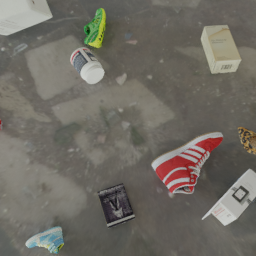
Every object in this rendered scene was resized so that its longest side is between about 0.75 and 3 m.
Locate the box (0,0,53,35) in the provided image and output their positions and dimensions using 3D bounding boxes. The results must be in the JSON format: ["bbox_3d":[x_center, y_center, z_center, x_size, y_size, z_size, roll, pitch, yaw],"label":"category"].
[{"bbox_3d":[-5.128,-5.702,11.415,2.561,2.990,2.975,-18,104,7],"label":"box"}]

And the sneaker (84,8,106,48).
[{"bbox_3d":[-1.570,-4.846,13.260,0.971,0.861,2.324,7,60,-1],"label":"sneaker"}]

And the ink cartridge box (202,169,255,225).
[{"bbox_3d":[3.341,2.342,8.874,2.005,1.161,0.669,-39,68,-20],"label":"ink cartridge box"}]

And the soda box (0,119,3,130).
[{"bbox_3d":[-5.404,-0.101,10.788,1.025,0.325,0.359,-4,60,-3],"label":"soda box"}]

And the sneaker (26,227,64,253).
[{"bbox_3d":[-2.505,3.575,8.565,1.134,0.451,0.740,-22,61,-11],"label":"sneaker"}]

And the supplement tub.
[{"bbox_3d":[-1.725,-2.644,11.895,0.980,0.980,1.397,-29,64,-16],"label":"supplement tub"}]

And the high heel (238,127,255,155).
[{"bbox_3d":[4.828,0.481,9.705,0.800,1.597,2.240,-29,64,-16],"label":"high heel"}]

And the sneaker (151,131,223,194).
[{"bbox_3d":[2.352,1.253,9.613,2.738,0.975,1.540,-26,59,-6],"label":"sneaker"}]

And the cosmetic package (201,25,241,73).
[{"bbox_3d":[4.110,-3.544,12.537,1.134,0.801,2.191,-5,61,-3],"label":"cosmetic package"}]

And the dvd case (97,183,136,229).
[{"bbox_3d":[-0.404,2.573,9.349,0.943,0.101,1.268,-17,61,-10],"label":"dvd case"}]
